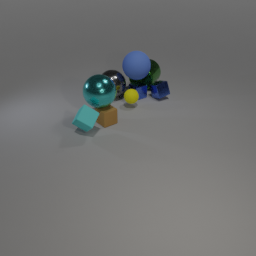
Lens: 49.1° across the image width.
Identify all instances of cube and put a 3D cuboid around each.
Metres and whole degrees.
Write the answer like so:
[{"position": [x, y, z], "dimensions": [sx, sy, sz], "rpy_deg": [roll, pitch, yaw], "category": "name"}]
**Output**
[{"position": [-1.656, -0.374, 10.938], "dimensions": [0.700, 0.700, 0.700], "rpy_deg": [31, 65, -17], "category": "cube"}, {"position": [-0.927, -0.539, 12.037], "dimensions": [0.700, 0.700, 0.700], "rpy_deg": [-22, 36, -33], "category": "cube"}, {"position": [0.507, -1.929, 14.460], "dimensions": [0.700, 0.700, 0.700], "rpy_deg": [-19, 35, -29], "category": "cube"}, {"position": [1.613, -1.970, 14.277], "dimensions": [0.700, 0.700, 0.700], "rpy_deg": [-25, 22, -20], "category": "cube"}]

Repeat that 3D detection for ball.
[{"position": [-1.178, -1.521, 11.620], "dimensions": [1.400, 1.400, 1.400], "rpy_deg": [0, 30, 0], "category": "ball"}, {"position": [0.418, -3.082, 13.804], "dimensions": [1.400, 1.400, 1.400], "rpy_deg": [0, 30, 0], "category": "ball"}, {"position": [-0.803, -2.222, 14.101], "dimensions": [1.400, 1.400, 1.400], "rpy_deg": [0, 30, 0], "category": "ball"}, {"position": [0.158, -1.495, 13.256], "dimensions": [0.700, 0.700, 0.700], "rpy_deg": [0, 30, 0], "category": "ball"}]

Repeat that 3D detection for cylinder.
[{"position": [0.947, -2.976, 15.563], "dimensions": [1.400, 1.400, 1.400], "rpy_deg": [13, 32, 21], "category": "cylinder"}]
